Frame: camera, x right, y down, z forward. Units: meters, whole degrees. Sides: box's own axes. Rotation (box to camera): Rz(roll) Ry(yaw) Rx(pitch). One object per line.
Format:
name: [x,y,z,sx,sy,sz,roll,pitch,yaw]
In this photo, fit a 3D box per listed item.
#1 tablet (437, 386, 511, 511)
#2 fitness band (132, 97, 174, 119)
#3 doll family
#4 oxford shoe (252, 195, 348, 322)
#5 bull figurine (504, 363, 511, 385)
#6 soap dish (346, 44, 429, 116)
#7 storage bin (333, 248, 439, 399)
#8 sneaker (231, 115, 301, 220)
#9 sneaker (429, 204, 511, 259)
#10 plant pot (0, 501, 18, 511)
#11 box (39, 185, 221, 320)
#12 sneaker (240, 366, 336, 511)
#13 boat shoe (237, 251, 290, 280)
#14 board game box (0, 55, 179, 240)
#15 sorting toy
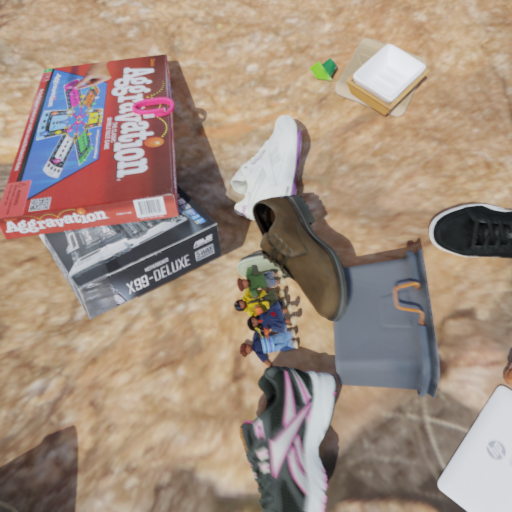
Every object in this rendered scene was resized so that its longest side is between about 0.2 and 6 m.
tablet: [3.675,2.993,8.188,1.279,0.134,1.965,36,65,20]
fitness band: [-1.880,-2.718,10.233,0.765,0.143,0.549,-9,43,-8]
doll family: [0.088,0.983,9.145,0.929,0.631,1.607,-10,62,-12]
oxford shoe: [0.585,0.042,8.820,1.062,0.915,2.517,-3,45,-30]
bull figurine: [4.328,1.891,8.680,0.871,0.284,0.529,13,90,10]
soap dish: [2.727,-3.671,11.709,1.128,0.582,1.434,39,68,16]
storage bin: [1.929,1.031,8.688,1.453,1.574,2.163,-5,58,9]
sneaker: [0.204,-1.742,10.602,1.251,0.940,2.512,7,59,4]
sneaker: [4.375,-0.403,9.353,2.623,1.467,0.958,3,92,1]
plant pot: [-3.928,4.139,6.564,1.859,2.142,2.142,-16,58,11]
box: [-2.308,-0.541,9.301,2.302,0.727,2.920,-26,47,-21]
sneaker: [0.266,2.751,7.678,1.170,1.089,2.710,20,49,-9]
boat shoe: [0.450,0.089,9.743,1.557,0.555,0.469,-3,39,4]
board game box: [-2.882,-2.317,10.360,2.688,0.508,5.221,-8,43,-4]
sorting toy: [2.404,-4.040,12.356,2.308,0.340,1.706,24,66,10]
